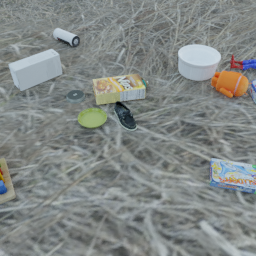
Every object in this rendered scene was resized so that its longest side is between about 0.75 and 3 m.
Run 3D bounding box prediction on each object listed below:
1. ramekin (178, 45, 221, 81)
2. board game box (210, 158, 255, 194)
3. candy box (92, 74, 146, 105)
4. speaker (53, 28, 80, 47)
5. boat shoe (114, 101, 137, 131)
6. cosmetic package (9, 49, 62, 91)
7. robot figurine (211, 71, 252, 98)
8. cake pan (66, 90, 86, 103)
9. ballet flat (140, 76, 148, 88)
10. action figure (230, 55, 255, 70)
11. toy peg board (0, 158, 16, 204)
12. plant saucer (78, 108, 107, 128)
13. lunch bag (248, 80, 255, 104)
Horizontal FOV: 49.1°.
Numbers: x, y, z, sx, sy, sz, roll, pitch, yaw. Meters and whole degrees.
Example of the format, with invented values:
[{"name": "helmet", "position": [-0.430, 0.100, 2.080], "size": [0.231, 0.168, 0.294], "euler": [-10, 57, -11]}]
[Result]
[{"name": "ramekin", "position": [3.468, -3.222, 13.913], "size": [2.039, 0.994, 2.039], "euler": [0, 43, 0]}, {"name": "board game box", "position": [3.528, 1.584, 9.335], "size": [1.523, 0.263, 1.031], "euler": [8, 44, 9]}, {"name": "candy box", "position": [-0.425, -1.769, 12.639], "size": [2.199, 0.608, 1.270], "euler": [-9, 43, -9]}, {"name": "speaker", "position": [-3.595, -5.295, 16.359], "size": [1.645, 0.668, 0.668], "euler": [29, 51, 27]}, {"name": "boat shoe", "position": [-0.117, -0.552, 11.406], "size": [0.607, 0.538, 1.624], "euler": [-15, 45, -15]}, {"name": "cosmetic package", "position": [-4.351, -2.796, 13.364], "size": [2.270, 1.154, 0.840], "euler": [-29, 50, -29]}, {"name": "robot figurine", "position": [4.639, -1.987, 12.641], "size": [1.675, 0.977, 1.205], "euler": [21, 27, 22]}, {"name": "cake pan", "position": [-2.357, -1.439, 12.627], "size": [0.891, 0.163, 0.891], "euler": [0, 43, 0]}, {"name": "ballet flat", "position": [0.734, -2.203, 13.376], "size": [0.367, 0.344, 1.014], "euler": [-6, 36, -34]}, {"name": "action figure", "position": [6.745, -3.471, 13.967], "size": [2.848, 1.409, 0.929], "euler": [12, 45, 8]}, {"name": "toy peg board", "position": [-4.727, 1.651, 8.830], "size": [1.767, 0.864, 1.760], "euler": [-20, 47, -20]}, {"name": "plant saucer", "position": [-1.453, -0.378, 11.484], "size": [1.199, 0.186, 1.199], "euler": [1, 43, -1]}, {"name": "lunch bag", "position": [6.401, -1.566, 12.416], "size": [1.765, 0.667, 1.414], "euler": [-3, 45, -2]}]
